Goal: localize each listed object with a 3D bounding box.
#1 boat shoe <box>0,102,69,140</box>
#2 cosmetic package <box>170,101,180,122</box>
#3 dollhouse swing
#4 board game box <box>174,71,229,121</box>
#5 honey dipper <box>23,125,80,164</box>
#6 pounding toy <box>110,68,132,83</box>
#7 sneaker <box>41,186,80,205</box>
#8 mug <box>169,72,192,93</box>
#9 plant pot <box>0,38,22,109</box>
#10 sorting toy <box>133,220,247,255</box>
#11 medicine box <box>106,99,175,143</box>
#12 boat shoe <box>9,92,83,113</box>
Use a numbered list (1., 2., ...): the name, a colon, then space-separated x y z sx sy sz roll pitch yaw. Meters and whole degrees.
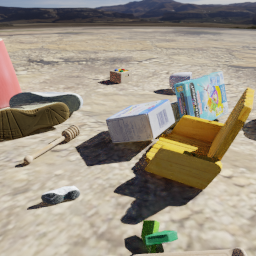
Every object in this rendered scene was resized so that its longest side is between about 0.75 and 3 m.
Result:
1. boat shoe: -3.350 -0.282 9.197 2.743 1.004 0.889 -11 14 -27
2. cosmetic package: 1.274 -0.476 9.687 1.322 0.683 0.577 -19 15 -38
3. dollhouse swing: 1.790 -0.050 7.100 2.136 2.066 2.350 16 29 20
4. board game box: 2.573 -0.977 9.595 2.036 1.537 0.478 -21 14 -34
5. honey dipper: -2.199 0.479 8.142 0.392 0.392 2.064 14 32 29
6. pounding toy: -0.446 -2.975 15.280 1.404 0.642 1.233 22 33 39
7. sneaker: -1.478 1.450 6.114 0.826 0.291 0.331 -4 15 -23
8. mug: 2.472 -2.109 13.318 1.020 0.859 1.164 3 55 17
9. plant pot: -6.045 -2.320 11.580 2.896 2.562 2.896 0 24 0
10. sorting toy: 0.910 2.288 4.109 1.882 0.375 2.547 -6 28 -1
11. medicine box: 0.384 -0.211 8.531 1.552 0.799 1.413 -6 17 37
12. boat shoe: -3.041 -0.911 10.670 2.715 0.947 0.967 -1 6 0
